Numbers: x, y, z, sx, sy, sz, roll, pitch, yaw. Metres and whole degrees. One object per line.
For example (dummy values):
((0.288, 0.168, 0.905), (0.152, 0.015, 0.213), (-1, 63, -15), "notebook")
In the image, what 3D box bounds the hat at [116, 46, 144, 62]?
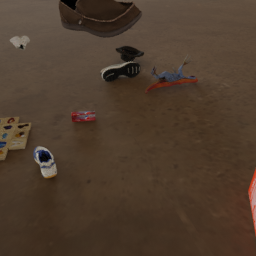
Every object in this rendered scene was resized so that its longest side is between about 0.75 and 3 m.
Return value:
((0.063, -3.577, 13.946), (1.486, 0.600, 1.486), (9, 31, -5), "hat")

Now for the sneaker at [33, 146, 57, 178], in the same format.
((-2.170, 0.737, 7.319), (0.474, 0.555, 1.259), (-20, 37, -26), "sneaker")

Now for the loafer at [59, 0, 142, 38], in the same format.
((-0.954, -3.209, 7.656), (2.851, 1.012, 1.041), (15, 57, 32), "loafer")

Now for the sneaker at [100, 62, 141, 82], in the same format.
((-0.329, -2.564, 12.356), (1.912, 0.707, 0.758), (-14, 31, -20), "sneaker")

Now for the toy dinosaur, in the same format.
((1.896, -1.992, 11.677), (1.950, 2.148, 1.128), (23, -3, -7), "toy dinosaur")

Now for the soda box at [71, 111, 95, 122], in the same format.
((-1.485, -0.397, 9.362), (0.782, 0.248, 0.274), (-4, 33, -5), "soda box")

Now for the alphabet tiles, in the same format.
((-4.384, 0.317, 8.405), (2.708, 0.086, 2.253), (-5, 33, -7), "alphabet tiles")

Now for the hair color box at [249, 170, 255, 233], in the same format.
((3.220, 1.915, 5.238), (1.428, 0.823, 2.574), (8, 35, 11), "hair color box")

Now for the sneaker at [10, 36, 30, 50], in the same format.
((-3.195, -2.529, 8.421), (0.312, 0.398, 0.801), (-22, 13, 22), "sneaker")
